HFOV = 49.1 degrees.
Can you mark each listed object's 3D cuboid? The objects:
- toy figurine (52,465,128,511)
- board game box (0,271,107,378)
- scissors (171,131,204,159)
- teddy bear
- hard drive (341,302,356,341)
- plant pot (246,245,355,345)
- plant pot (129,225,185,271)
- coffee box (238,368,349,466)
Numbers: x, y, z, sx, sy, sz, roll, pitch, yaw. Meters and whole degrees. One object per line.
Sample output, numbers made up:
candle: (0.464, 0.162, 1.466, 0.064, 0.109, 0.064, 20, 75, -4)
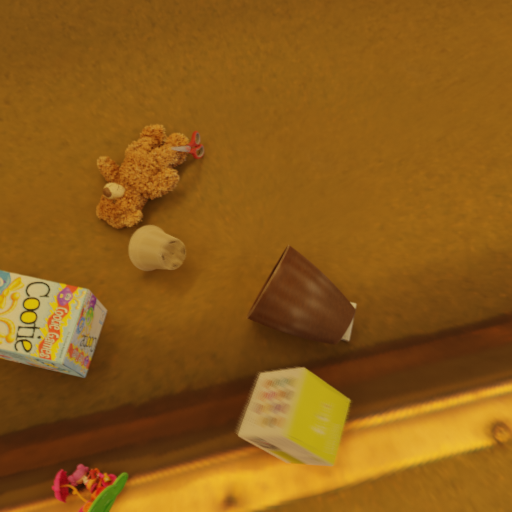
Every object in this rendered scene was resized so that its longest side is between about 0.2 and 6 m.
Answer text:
toy figurine: (-2.894, 3.881, 9.428, 0.999, 0.815, 1.086, 24, 48, 19)
board game box: (-4.294, 1.142, 10.077, 2.644, 1.387, 1.362, 12, 69, 4)
scissors: (-1.369, -2.137, 11.428, 0.108, 0.567, 1.550, -2, 24, 15)
teddy bear: (-2.404, -1.750, 11.546, 2.489, 0.831, 1.804, -42, 72, -15)
hard drive: (1.608, 1.218, 10.742, 0.492, 0.098, 0.746, 13, 68, 5)
plant pot: (0.912, 0.865, 10.203, 1.646, 1.539, 1.539, 30, 71, 0)
plant pot: (-1.805, -0.086, 10.583, 0.821, 0.897, 0.897, 13, 63, 45)
coffee box: (0.648, 2.665, 9.239, 1.168, 1.155, 1.166, 39, 55, -25)
